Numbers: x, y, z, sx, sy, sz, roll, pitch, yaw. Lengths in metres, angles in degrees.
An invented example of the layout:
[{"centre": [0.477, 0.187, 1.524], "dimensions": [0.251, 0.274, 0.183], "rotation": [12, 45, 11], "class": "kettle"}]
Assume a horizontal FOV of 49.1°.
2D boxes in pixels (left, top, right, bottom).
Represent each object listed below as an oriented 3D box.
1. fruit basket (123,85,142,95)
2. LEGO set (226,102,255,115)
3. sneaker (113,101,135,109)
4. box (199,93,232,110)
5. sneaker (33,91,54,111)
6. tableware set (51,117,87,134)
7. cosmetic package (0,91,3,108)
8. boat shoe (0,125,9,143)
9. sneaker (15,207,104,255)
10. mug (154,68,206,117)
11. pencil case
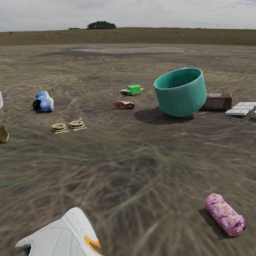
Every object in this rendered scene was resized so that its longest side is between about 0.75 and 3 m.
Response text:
[{"centre": [0.219, -2.117, 15.732], "dimensions": [1.031, 0.522, 1.113], "rotation": [-10, 8, -25], "class": "fruit basket"}, {"centre": [5.905, -0.691, 12.144], "dimensions": [2.655, 0.652, 1.983], "rotation": [3, 19, 39], "class": "LEGO set"}, {"centre": [-0.197, -1.064, 13.082], "dimensions": [0.977, 0.380, 0.401], "rotation": [7, 16, -8], "class": "sneaker"}, {"centre": [3.866, -1.228, 12.939], "dimensions": [1.693, 0.635, 0.848], "rotation": [-1, 20, 14], "class": "box"}, {"centre": [-4.052, -1.249, 12.997], "dimensions": [0.822, 0.724, 1.844], "rotation": [-9, 23, -29], "class": "sneaker"}, {"centre": [-2.293, -0.123, 10.724], "dimensions": [1.274, 0.255, 0.842], "rotation": [-11, 24, -25], "class": "tableware set"}, {"centre": [-6.813, -1.212, 12.831], "dimensions": [1.776, 0.753, 0.955], "rotation": [-3, 23, -6], "class": "cosmetic package"}, {"centre": [-4.280, 0.232, 9.737], "dimensions": [0.322, 0.285, 0.879], "rotation": [-21, 46, -11], "class": "boat shoe"}, {"centre": [-0.740, 2.262, 3.775], "dimensions": [1.340, 1.103, 2.914], "rotation": [-19, 20, -25], "class": "sneaker"}, {"centre": [2.423, -1.537, 11.998], "dimensions": [2.499, 1.545, 2.053], "rotation": [-34, 30, -26], "class": "mug"}, {"centre": [1.957, 1.739, 5.716], "dimensions": [0.421, 0.403, 0.974], "rotation": [-15, 23, -11], "class": "pencil case"}]
